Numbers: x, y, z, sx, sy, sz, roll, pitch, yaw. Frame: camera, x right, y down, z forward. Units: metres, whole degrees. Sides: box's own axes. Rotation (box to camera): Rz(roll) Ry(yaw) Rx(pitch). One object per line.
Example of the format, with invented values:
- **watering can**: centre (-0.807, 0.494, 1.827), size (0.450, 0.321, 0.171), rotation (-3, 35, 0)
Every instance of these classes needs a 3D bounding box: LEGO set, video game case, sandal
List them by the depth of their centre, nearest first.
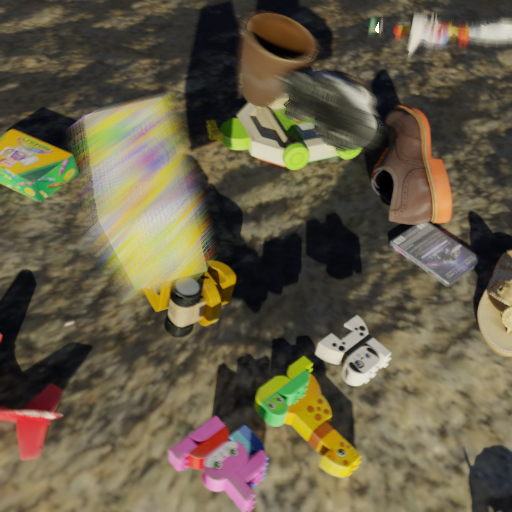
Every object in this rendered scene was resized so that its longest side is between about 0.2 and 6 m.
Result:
- **LEGO set**: centre (0.611, 2.271, 7.114), size (3.253, 1.241, 1.335), rotation (-29, 56, -33)
- **LEGO set**: centre (2.662, -3.045, 7.817), size (2.096, 0.514, 1.566), rotation (5, 19, -4)
- **sandal**: centre (4.137, 0.534, 9.055), size (0.805, 0.722, 2.195), rotation (18, 49, 16)
- **video game case**: centre (3.215, -0.074, 10.064), size (0.951, 0.126, 1.332), rotation (-30, 54, -26)

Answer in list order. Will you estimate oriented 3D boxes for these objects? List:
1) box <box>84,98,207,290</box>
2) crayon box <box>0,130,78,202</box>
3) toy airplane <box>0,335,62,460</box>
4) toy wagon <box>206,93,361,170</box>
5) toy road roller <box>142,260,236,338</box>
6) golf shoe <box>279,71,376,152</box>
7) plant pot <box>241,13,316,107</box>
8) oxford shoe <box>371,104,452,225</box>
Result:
- **box**: centre (-1.400, -0.760, 7.210), size (1.035, 1.634, 1.697), rotation (-15, 60, -4)
- **crayon box**: centre (-4.731, -1.877, 11.506), size (1.814, 0.529, 1.078), rotation (23, 50, 21)
- **toy airplane**: centre (-3.754, 2.099, 7.742), size (2.376, 0.437, 2.376), rotation (0, 51, 0)
- **toy wagon**: centre (0.616, -2.874, 12.378), size (3.470, 0.687, 2.693), rotation (-14, 47, -12)
- **toy road roller**: centre (-1.096, 0.401, 9.037), size (1.210, 1.019, 1.658), rotation (-18, 53, -33)
- **golf shoe**: centre (1.467, -2.617, 9.419), size (1.350, 1.111, 2.856), rotation (-13, 34, -14)
- **plant pot**: centre (0.253, -3.666, 10.922), size (1.360, 1.455, 1.360), rotation (10, 54, -14)
- **oxford shoe**: centre (2.862, -1.939, 11.165), size (1.234, 1.211, 3.402), rotation (-8, 43, 6)
